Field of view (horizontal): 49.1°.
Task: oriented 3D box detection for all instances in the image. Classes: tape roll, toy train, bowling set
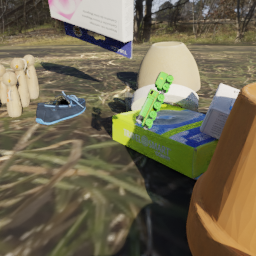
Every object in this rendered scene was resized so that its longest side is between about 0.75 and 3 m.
[{"bbox_3d":[0.904,-0.588,6.963,1.664,0.304,1.664,4,-19,1],"label":"tape roll"},{"bbox_3d":[0.378,-0.402,3.967,0.253,0.898,0.187,26,-13,5],"label":"toy train"},{"bbox_3d":[-4.078,-1.413,8.819,2.019,1.557,2.901,-2,19,-7],"label":"bowling set"}]

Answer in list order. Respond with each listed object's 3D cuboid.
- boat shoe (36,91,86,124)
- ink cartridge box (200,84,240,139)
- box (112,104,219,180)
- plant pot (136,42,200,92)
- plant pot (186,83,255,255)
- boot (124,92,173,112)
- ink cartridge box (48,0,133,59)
[{"bbox_3d":[-1.800,-0.648,7.998,0.814,0.664,1.934,7,21,19],"label":"boat shoe"},{"bbox_3d":[2.846,-0.125,5.215,2.603,0.582,2.293,24,34,13],"label":"ink cartridge box"},{"bbox_3d":[1.095,0.170,5.750,1.672,0.653,2.742,-15,24,-34],"label":"box"},{"bbox_3d":[1.566,-2.454,11.121,2.584,1.735,2.584,-4,24,2],"label":"plant pot"},{"bbox_3d":[2.004,0.544,2.947,2.589,1.812,2.589,1,20,0],"label":"plant pot"},{"bbox_3d":[0.616,-0.792,8.644,1.422,0.516,1.293,-7,34,-1],"label":"boot"},{"bbox_3d":[-1.189,-3.673,8.326,2.935,2.990,0.647,26,50,24],"label":"ink cartridge box"}]
